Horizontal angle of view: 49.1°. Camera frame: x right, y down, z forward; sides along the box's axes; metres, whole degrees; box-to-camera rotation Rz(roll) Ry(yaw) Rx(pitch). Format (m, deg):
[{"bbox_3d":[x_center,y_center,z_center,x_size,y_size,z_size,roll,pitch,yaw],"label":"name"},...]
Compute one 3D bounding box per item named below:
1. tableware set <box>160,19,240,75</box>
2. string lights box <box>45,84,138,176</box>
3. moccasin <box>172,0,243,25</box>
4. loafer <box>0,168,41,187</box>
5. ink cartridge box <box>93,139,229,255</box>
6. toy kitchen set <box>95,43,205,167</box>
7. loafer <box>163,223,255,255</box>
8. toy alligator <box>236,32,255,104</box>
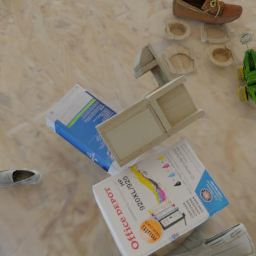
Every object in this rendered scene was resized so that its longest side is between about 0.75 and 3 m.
[{"bbox_3d":[2.293,-2.704,9.050,2.616,0.303,2.185,-5,62,-2],"label":"tableware set"},{"bbox_3d":[-0.754,0.101,7.071,2.382,0.702,1.224,37,65,7],"label":"string lights box"},{"bbox_3d":[2.641,-4.094,9.356,2.303,0.889,0.842,20,63,16],"label":"moccasin"},{"bbox_3d":[-2.821,1.188,6.910,1.280,0.447,0.448,-4,62,-2],"label":"loafer"},{"bbox_3d":[0.590,1.625,6.013,2.199,1.591,1.619,-26,66,-13],"label":"ink cartridge box"},{"bbox_3d":[0.079,-0.587,6.458,2.077,2.302,1.878,-32,95,-8],"label":"toy kitchen set"},{"bbox_3d":[1.472,2.592,5.945,2.436,0.852,0.850,-6,71,-13],"label":"loafer"},{"bbox_3d":[3.751,-1.679,8.294,0.927,0.672,2.797,-10,58,31],"label":"toy alligator"}]
